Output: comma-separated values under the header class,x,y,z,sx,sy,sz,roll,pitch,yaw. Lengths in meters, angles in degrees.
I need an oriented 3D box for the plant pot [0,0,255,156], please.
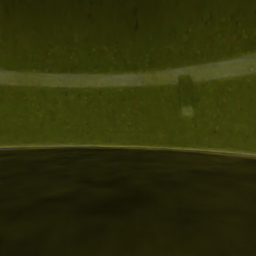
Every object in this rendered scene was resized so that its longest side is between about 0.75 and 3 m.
class,x,y,z,sx,sy,sz,roll,pitch,yaw
plant pot,-0.353,-1.124,1.037,2.920,2.685,2.920,1,1,0
